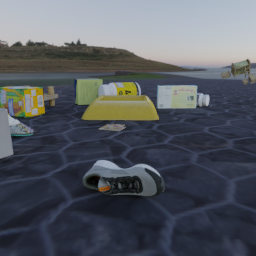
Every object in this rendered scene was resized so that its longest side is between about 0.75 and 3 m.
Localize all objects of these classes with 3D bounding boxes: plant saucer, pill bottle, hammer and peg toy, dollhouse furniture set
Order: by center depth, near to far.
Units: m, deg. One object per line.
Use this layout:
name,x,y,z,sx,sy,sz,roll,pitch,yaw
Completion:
dollhouse furniture set,3.883,-1.901,9.835,0.943,0.524,0.834,-15,51,6
plant saucer,-0.250,-0.926,11.723,2.945,0.714,2.946,0,12,2
hammer and peg toy,-5.105,-1.449,13.466,2.843,1.002,2.091,4,15,19
pill bottle,3.432,-1.419,14.055,1.153,0.671,0.671,9,15,32
pill bottle,-0.449,-1.790,14.599,2.010,1.149,1.149,-6,14,-26

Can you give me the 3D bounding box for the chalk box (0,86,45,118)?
chalk box,-4.548,-1.119,11.582,1.849,1.150,1.145,5,13,25

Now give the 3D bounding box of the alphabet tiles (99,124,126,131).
alphabet tiles,-0.458,-0.027,9.187,0.726,0.033,0.869,4,13,19

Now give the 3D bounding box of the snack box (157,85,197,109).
snack box,2.333,-1.490,13.388,1.863,1.082,0.346,0,13,-3

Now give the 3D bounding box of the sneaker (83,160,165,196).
sneaker,-0.087,0.847,4.300,1.393,0.515,0.552,1,20,33

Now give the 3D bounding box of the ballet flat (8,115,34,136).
ballet flat,-3.706,-0.081,8.003,1.912,0.688,0.688,-1,12,-7

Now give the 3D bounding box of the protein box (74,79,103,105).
protein box,-2.102,-1.950,14.914,1.331,1.321,0.898,-5,13,-20

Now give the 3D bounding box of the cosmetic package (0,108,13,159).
cosmetic package,-3.683,0.285,5.272,1.369,1.156,2.563,3,15,30
